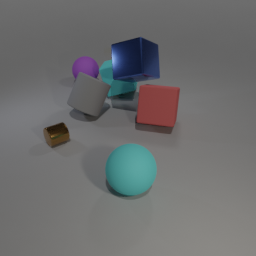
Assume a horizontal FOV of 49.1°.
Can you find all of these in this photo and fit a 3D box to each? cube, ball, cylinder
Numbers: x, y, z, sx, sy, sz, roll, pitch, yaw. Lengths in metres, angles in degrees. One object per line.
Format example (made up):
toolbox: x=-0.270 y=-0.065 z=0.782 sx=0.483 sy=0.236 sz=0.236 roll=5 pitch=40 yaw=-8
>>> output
cube: x=-0.408 y=-2.517 z=13.421 sx=1.400 sy=1.400 sz=1.400 roll=-12 pitch=26 yaw=13
ball: x=-2.215 y=-3.035 z=14.672 sx=1.400 sy=1.400 sz=1.400 roll=0 pitch=30 yaw=0
ball: x=0.081 y=1.124 z=7.636 sx=1.400 sy=1.400 sz=1.400 roll=0 pitch=30 yaw=0
cube: x=1.195 y=-0.907 z=10.807 sx=1.400 sy=1.400 sz=1.400 roll=7 pitch=12 yaw=12
cylinder: x=-2.537 y=0.223 z=9.931 sx=0.700 sy=0.700 sz=0.700 roll=-22 pitch=37 yaw=-32
cube: x=0.318 y=-2.638 z=11.136 sx=1.400 sy=1.400 sz=1.400 roll=-3 pitch=1 yaw=34
cylinder: x=-1.597 y=-1.378 z=11.478 sx=1.400 sy=1.400 sz=1.400 roll=23 pitch=7 yaw=-3
